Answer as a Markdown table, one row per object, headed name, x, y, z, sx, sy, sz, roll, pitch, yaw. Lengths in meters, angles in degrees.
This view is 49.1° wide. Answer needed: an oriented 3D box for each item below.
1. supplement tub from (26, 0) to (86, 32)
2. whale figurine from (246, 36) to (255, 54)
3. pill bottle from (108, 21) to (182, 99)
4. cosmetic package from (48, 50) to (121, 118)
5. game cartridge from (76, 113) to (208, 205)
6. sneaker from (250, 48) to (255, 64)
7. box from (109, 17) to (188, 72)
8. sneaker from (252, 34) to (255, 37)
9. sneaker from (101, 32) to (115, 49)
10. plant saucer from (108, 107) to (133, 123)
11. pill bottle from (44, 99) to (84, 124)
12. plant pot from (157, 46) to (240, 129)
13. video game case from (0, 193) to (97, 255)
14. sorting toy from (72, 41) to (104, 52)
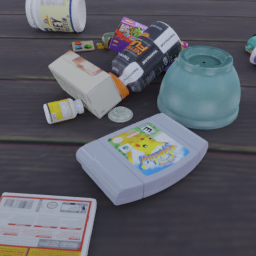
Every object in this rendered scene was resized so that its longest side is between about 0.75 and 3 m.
| name | x | y | z | sx | sy | sz | roll | pitch | yaw |
| --- | --- | --- | --- | --- | --- | --- | --- | --- | --- |
| supplement tub | -3.497 | -5.734 | 13.827 | 2.537 | 1.839 | 1.839 | 4 | 39 | 5 |
| whale figurine | 5.601 | -3.482 | 11.992 | 1.048 | 0.683 | 1.317 | 2 | 39 | 2 |
| pill bottle | 0.430 | -2.166 | 9.336 | 2.645 | 1.405 | 1.405 | -45 | 52 | -7 |
| cosmetic package | -1.394 | -1.445 | 8.956 | 0.991 | 1.175 | 2.272 | -41 | 53 | -14 |
| game cartridge | 0.485 | 0.636 | 6.936 | 2.967 | 0.600 | 1.978 | -24 | 47 | -31 |
| sneaker | 6.132 | -2.809 | 11.060 | 2.449 | 0.985 | 1.083 | -15 | 48 | -12 |
| box | 0.899 | -3.250 | 11.058 | 2.925 | 0.572 | 2.002 | 21 | 42 | -4 |
| sneaker | 6.600 | -3.834 | 12.425 | 2.025 | 0.748 | 0.820 | 30 | 45 | 30 |
| sneaker | -0.942 | -4.008 | 12.838 | 0.674 | 0.503 | 1.501 | 7 | 38 | 17 |
| plant saucer | -0.237 | -0.470 | 8.688 | 0.775 | 0.195 | 0.775 | 0 | 39 | 0 |
| pill bottle | -1.926 | -0.542 | 8.439 | 1.092 | 0.612 | 0.612 | -16 | 42 | -19 |
| plant pot | 2.251 | -1.434 | 8.648 | 2.607 | 1.747 | 2.607 | 0 | 40 | 0 |
| video game case | -1.828 | 2.461 | 5.032 | 2.092 | 0.255 | 2.926 | 3 | 39 | 3 |
| sorting toy | -1.824 | -3.776 | 12.749 | 1.390 | 0.186 | 1.035 | -8 | 40 | -9 |
